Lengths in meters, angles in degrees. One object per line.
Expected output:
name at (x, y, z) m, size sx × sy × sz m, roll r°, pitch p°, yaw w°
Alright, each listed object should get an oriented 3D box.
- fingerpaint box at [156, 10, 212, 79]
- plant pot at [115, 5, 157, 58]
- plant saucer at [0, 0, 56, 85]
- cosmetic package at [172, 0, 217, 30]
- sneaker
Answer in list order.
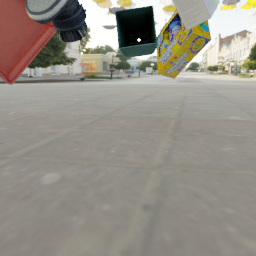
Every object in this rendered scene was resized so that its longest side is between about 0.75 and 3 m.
fingerpaint box at (1.480, -2.534, 7.963) m, size 0.648 × 1.474 × 1.767 m, roll 12°, pitch -30°, yaw -21°
plant pot at (0.382, -3.366, 10.394) m, size 1.340 × 1.339 × 1.896 m, roll -6°, pitch -4°, yaw 7°
plant saucer at (-3.919, -3.256, 8.603) m, size 0.513 × 2.791 × 2.796 m, roll 11°, pitch -27°, yaw 46°
cosmetic package at (1.189, -2.995, 5.771) m, size 0.587 × 1.649 × 0.836 m, roll -17°, pitch 26°, yaw 37°
sneaker at (-1.535, -2.551, 6.501) m, size 0.895 × 1.700 × 2.353 m, roll -1°, pitch 47°, yaw 6°
